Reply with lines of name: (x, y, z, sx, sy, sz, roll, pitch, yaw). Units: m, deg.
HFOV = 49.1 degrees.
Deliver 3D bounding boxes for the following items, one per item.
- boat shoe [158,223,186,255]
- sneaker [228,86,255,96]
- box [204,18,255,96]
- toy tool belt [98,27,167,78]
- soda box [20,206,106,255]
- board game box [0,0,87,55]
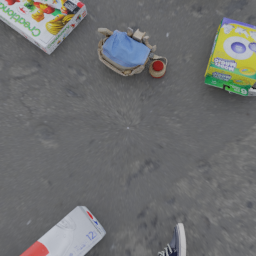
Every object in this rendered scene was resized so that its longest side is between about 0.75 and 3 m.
boat shoe: (0.982, 2.984, 6.599, 0.679, 0.547, 1.465, 1, 90, 2)
sneaker: (3.395, -1.243, 8.094, 0.930, 0.340, 0.520, 7, 75, 2)
box: (3.058, -2.051, 8.031, 1.332, 0.549, 2.270, 18, 68, 6)
toy tool belt: (0.140, -2.113, 7.849, 2.043, 1.255, 1.276, 22, 76, 6)
soda box: (-1.959, 3.160, 6.556, 2.983, 1.018, 0.946, -40, 78, -9)
board game box: (-2.973, -3.801, 8.689, 2.900, 0.502, 1.831, 36, 79, 9)
